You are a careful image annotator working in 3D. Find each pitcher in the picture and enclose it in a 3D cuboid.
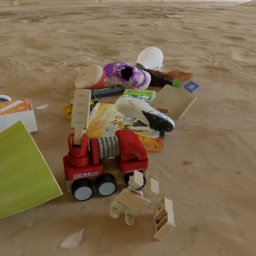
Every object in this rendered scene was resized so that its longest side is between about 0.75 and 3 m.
[{"bbox_3d":[1.259,-3.406,15.104,1.804,1.274,2.102,31,50,13],"label":"pitcher"}]

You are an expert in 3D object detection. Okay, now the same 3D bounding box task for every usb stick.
[{"bbox_3d":[-1.244,-1.593,12.644,2.251,0.367,0.624,-14,31,-23],"label":"usb stick"}]

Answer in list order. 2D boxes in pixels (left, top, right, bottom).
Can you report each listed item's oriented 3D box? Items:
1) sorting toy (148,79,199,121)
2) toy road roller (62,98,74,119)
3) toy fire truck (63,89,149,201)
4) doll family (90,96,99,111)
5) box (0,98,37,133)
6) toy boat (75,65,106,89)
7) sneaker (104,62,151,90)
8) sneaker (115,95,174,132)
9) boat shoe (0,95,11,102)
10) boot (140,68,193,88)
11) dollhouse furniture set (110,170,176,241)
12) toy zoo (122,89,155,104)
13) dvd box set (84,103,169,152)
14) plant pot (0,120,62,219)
[{"bbox_3d":[1.740,-0.972,11.105,1.503,0.364,2.670,28,62,28],"label":"sorting toy"},{"bbox_3d":[-2.203,-0.747,10.803,0.575,0.787,0.484,3,22,-42],"label":"toy road roller"},{"bbox_3d":[-0.650,0.348,7.256,2.143,2.435,1.567,-8,32,-13],"label":"toy fire truck"},{"bbox_3d":[-1.636,-0.973,11.500,0.785,0.533,1.359,17,39,19],"label":"doll family"},{"bbox_3d":[-4.297,-0.332,9.967,1.810,0.882,1.126,-12,32,-20],"label":"box"},{"bbox_3d":[-1.585,-2.172,13.044,1.771,1.158,1.156,2,65,53],"label":"toy boat"},{"bbox_3d":[-0.272,-2.650,13.388,2.754,1.108,1.217,25,8,37],"label":"sneaker"},{"bbox_3d":[0.594,-0.534,9.207,2.107,0.757,0.764,26,52,13],"label":"sneaker"},{"bbox_3d":[-5.481,-0.608,10.683,2.076,0.735,0.942,-19,35,-17],"label":"boat shoe"},{"bbox_3d":[1.933,-2.776,14.282,2.157,0.785,2.292,18,34,29],"label":"boot"},{"bbox_3d":[0.354,1.791,6.181,1.235,1.134,0.804,28,27,-12],"label":"dollhouse furniture set"},{"bbox_3d":[0.377,-1.131,11.997,1.404,0.219,2.140,5,30,9],"label":"toy zoo"},{"bbox_3d":[-0.037,-0.110,9.844,2.760,0.406,2.020,6,38,11],"label":"dvd box set"},{"bbox_3d":[-3.029,1.229,6.507,2.225,2.082,2.082,-29,39,-19],"label":"plant pot"}]
